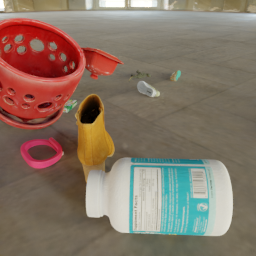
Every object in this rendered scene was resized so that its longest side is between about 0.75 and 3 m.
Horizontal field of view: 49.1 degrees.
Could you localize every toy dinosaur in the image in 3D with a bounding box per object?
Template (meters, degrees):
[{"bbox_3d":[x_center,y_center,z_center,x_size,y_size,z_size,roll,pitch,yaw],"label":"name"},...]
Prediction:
[{"bbox_3d":[0.479,-2.587,13.777,1.365,0.324,0.602,-19,40,-26],"label":"toy dinosaur"}]

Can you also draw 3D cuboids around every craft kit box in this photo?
[{"bbox_3d":[-2.498,-0.874,10.698,0.823,0.202,0.834,5,28,15],"label":"craft kit box"}]

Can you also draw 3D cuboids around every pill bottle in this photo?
[{"bbox_3d":[0.532,1.282,5.374,2.556,1.416,1.416,1,28,3],"label":"pill bottle"}]

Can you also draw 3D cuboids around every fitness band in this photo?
[{"bbox_3d":[-2.398,0.662,7.793,0.992,0.259,1.382,-22,34,-31],"label":"fitness band"}]

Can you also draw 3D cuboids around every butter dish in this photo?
[{"bbox_3d":[-1.099,-2.267,10.170,1.375,1.019,1.379,16,8,-39],"label":"butter dish"}]

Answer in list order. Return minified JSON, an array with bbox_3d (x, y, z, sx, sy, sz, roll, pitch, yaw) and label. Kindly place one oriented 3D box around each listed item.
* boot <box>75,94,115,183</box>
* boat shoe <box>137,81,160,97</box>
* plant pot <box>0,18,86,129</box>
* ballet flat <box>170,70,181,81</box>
[{"bbox_3d":[-0.822,-0.009,7.243,0.941,1.914,2.674,-1,28,-3],"label":"boot"},{"bbox_3d":[0.843,-1.612,11.899,0.409,0.475,1.319,10,23,-36],"label":"boat shoe"},{"bbox_3d":[-2.991,-1.559,8.652,2.759,2.512,2.759,17,48,-20],"label":"plant pot"},{"bbox_3d":[2.291,-2.561,13.649,0.369,0.398,1.129,-1,23,23],"label":"ballet flat"}]
